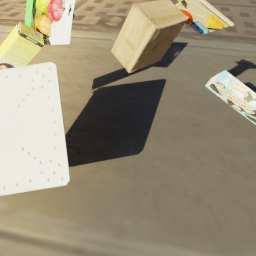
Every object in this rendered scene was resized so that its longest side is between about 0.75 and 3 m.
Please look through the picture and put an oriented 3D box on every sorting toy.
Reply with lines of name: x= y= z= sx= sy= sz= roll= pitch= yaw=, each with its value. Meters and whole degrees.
sorting toy: x=1.012 y=-1.908 z=4.607 sx=1.237 sy=0.182 sz=0.914 roll=25 pitch=-1 yaw=-25

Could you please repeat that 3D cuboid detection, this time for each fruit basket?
fruit basket: x=-1.846 y=-2.808 z=6.933 sx=1.647 sy=1.526 sz=0.772 roll=10 pitch=5 yaw=33

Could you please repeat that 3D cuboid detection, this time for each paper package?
paper package: x=0.312 y=-1.375 z=4.185 sx=0.873 sy=0.915 sz=0.474 roll=-29 pitch=74 yaw=-38

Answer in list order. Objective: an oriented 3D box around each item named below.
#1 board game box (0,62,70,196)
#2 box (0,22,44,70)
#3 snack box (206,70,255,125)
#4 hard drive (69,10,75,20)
board game box: x=-2.504 y=0.073 z=5.637 sx=2.491 sy=0.322 sz=2.491 roll=-9 pitch=80 yaw=0
box: x=-2.835 y=-1.736 z=6.882 sx=0.654 sy=1.738 sz=0.435 roll=21 pitch=40 yaw=-45
snack box: x=2.601 y=-0.659 z=6.431 sx=1.577 sy=0.916 sz=0.293 roll=37 pitch=88 yaw=0
hard drive: x=-2.484 y=-4.504 z=10.257 sx=0.244 sy=1.287 sz=0.899 roll=-25 pitch=28 yaw=22
